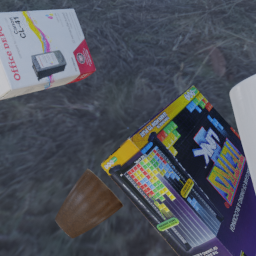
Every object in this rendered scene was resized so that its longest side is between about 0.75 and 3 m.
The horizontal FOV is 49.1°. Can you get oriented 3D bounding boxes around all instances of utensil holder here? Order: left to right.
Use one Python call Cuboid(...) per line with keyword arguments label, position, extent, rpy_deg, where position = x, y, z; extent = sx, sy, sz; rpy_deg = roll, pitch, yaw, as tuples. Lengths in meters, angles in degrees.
Cuboid(label="utensil holder", position=(1.908, 0.214, 2.846), extent=(1.390, 1.390, 1.636), rpy_deg=(-10, 79, -8))

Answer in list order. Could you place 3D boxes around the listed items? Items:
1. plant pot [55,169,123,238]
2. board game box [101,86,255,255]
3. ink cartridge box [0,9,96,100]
Cuboid(label="plant pot", position=(-0.691, 1.269, 4.494), extent=(0.907, 0.848, 0.848), rpy_deg=(-43, 61, -15))
Cuboid(label="board game box", position=(1.005, 0.550, 3.920), extent=(1.914, 0.657, 2.315), rpy_deg=(47, 37, 3))
Cuboid(label="ink cartridge box", position=(-1.897, -1.600, 5.922), extent=(2.050, 1.513, 0.878), rpy_deg=(-25, 8, -42))
